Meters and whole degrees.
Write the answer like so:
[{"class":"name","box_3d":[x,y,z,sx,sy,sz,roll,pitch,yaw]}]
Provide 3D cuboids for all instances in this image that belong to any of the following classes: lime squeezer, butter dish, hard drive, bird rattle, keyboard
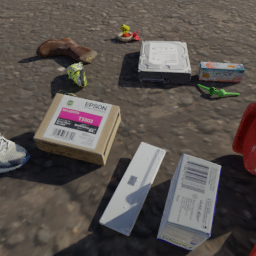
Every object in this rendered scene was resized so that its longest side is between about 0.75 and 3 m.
[{"class":"lime squeezer","box_3d":[3.215,-1.354,10.118,1.525,0.288,0.538,17,42,20]},{"class":"butter dish","box_3d":[3.563,0.642,6.483,2.052,2.058,1.521,12,53,14]},{"class":"hard drive","box_3d":[1.492,-2.845,11.717,2.055,0.556,2.941,3,40,5]},{"class":"bird rattle","box_3d":[-0.010,-4.578,13.986,0.934,0.646,1.146,-38,65,-23]},{"class":"keyboard","box_3d":[0.194,1.316,6.756,0.720,0.136,2.558,15,46,18]}]

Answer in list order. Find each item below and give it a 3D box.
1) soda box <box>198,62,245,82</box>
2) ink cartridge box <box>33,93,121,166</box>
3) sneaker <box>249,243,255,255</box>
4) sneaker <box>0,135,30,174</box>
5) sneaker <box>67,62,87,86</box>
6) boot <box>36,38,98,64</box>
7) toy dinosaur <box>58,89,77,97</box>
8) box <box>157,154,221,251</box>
[{"class":"soda box","box_3d":[3.595,-2.175,10.876,1.645,0.563,0.523,5,40,6]},{"class":"ink cartridge box","box_3d":[-1.331,0.003,7.696,1.929,0.724,1.589,12,60,9]},{"class":"sneaker","box_3d":[3.325,2.223,5.230,1.474,1.000,2.552,29,49,32]},{"class":"sneaker","box_3d":[-3.714,0.437,7.361,2.363,1.007,0.911,13,41,14]},{"class":"sneaker","box_3d":[-1.953,-1.976,10.682,0.652,0.643,1.706,-14,31,-6]},{"class":"boot","box_3d":[-2.632,-3.238,12.176,1.973,0.680,2.117,-33,54,-31]},{"class":"toy dinosaur","box_3d":[-2.242,-1.225,10.042,0.808,0.192,0.356,22,38,20]},{"class":"box","box_3d":[1.155,1.487,5.444,0.769,1.467,1.349,16,59,8]}]
